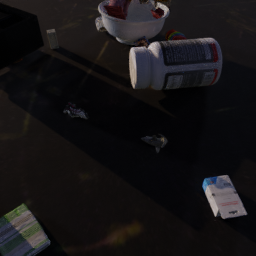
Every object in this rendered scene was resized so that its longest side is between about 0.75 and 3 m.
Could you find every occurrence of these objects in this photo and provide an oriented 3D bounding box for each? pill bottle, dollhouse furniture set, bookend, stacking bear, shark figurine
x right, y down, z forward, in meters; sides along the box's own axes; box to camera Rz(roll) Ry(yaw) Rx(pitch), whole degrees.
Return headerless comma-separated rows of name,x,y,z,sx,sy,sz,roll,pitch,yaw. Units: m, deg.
pill bottle,1.575,-2.193,9.739,2.896,1.649,1.649,-6,46,-7
dollhouse furniture set,0.437,-5.152,11.473,2.486,1.011,1.338,8,75,16
bookend,-5.548,-3.693,11.177,2.946,1.357,2.928,27,52,25
stacking bear,2.026,-3.765,12.006,0.818,0.873,1.438,-4,39,-10
shark figurine,0.894,0.469,7.965,0.662,1.108,0.463,15,82,-25

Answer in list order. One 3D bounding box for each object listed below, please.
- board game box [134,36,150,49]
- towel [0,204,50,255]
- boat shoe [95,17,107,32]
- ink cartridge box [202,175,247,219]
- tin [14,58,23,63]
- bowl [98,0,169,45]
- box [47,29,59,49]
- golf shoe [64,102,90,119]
board game box,0.671,-3.274,11.354,0.539,0.796,0.138,-23,39,31
towel,-2.457,2.413,6.309,0.958,0.197,1.284,-29,50,-29
boat shoe,-0.512,-4.892,13.240,1.987,0.705,0.694,-9,73,-13
ink cartridge box,2.323,1.734,6.803,0.638,0.373,1.100,-7,46,-7
tin,-4.970,-3.004,11.592,1.249,0.261,0.699,12,51,12
bowl,0.211,-4.493,12.060,3.001,1.349,3.001,3,41,-2
box,-3.223,-3.803,12.005,0.357,0.752,0.292,-13,47,-13
golf shoe,-1.654,-0.470,9.075,0.944,0.364,0.416,30,77,24
